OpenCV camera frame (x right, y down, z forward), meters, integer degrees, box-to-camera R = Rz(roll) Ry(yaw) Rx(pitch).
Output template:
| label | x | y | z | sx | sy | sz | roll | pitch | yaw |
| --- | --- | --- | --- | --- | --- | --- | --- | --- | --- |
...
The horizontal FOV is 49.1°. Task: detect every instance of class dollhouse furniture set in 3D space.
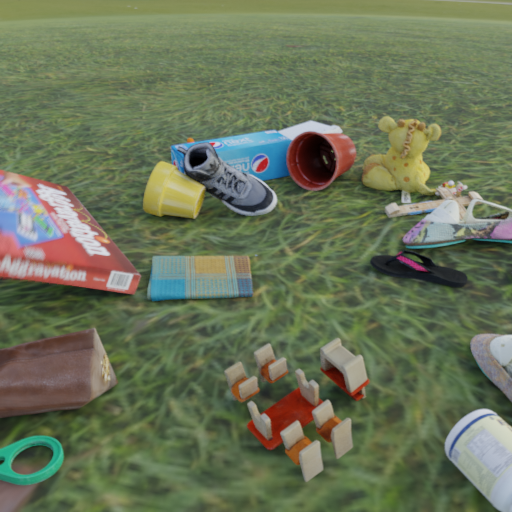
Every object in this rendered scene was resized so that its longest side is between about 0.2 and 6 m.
| label | x | y | z | sx | sy | sz | roll | pitch | yaw |
| --- | --- | --- | --- | --- | --- | --- | --- | --- | --- |
| dollhouse furniture set | 0.679 | 1.921 | 7.396 | 1.675 | 0.873 | 1.694 | -29 | 39 | -22 |

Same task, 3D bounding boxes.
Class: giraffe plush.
| label | x | y | z | sx | sy | sz | roll | pitch | yaw |
| --- | --- | --- | --- | --- | --- | --- | --- | --- | --- |
| giraffe plush | 3.675 | -2.595 | 13.976 | 1.935 | 1.819 | 2.243 | -3 | 30 | -5 |

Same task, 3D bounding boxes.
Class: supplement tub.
| label | x | y | z | sx | sy | sz | roll | pitch | yaw |
| --- | --- | --- | --- | --- | --- | --- | --- | --- | --- |
| supplement tub | 2.799 | 2.380 | 6.382 | 0.783 | 0.783 | 1.080 | -14 | 34 | -22 |

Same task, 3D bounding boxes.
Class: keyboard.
| label | x | y | z | sx | sy | sz | roll | pitch | yaw |
| --- | --- | --- | --- | --- | --- | --- | --- | --- | --- |
| keyboard | 0.604 | -3.444 | 17.127 | 4.923 | 0.262 | 1.386 | -26 | 34 | -38 |

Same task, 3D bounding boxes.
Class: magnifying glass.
| label | x | y | z | sx | sy | sz | roll | pitch | yaw |
| --- | --- | --- | --- | --- | --- | --- | --- | --- | --- |
| magnifying glass | -3.178 | 2.525 | 6.774 | 1.618 | 0.181 | 0.644 | -3 | 30 | -9 |

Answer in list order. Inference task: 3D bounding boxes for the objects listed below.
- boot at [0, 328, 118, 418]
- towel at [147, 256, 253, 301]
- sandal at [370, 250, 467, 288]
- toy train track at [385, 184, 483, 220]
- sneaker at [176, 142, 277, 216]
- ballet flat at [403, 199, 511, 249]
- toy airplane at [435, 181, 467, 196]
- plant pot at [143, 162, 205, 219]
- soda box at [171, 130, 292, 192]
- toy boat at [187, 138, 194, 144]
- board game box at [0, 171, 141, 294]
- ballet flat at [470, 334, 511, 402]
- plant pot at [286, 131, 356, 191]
| label | x | y | z | sx | sy | sz | roll | pitch | yaw |
| --- | --- | --- | --- | --- | --- | --- | --- | --- | --- |
| boot | -3.340 | 1.982 | 7.023 | 3.130 | 1.005 | 2.917 | -3 | 32 | -14 |
| towel | -1.031 | 0.400 | 10.431 | 1.881 | 0.204 | 1.379 | 0 | 31 | -4 |
| sandal | 3.081 | 0.164 | 10.606 | 1.797 | 0.405 | 0.675 | 12 | 32 | 20 |
| toy train track | 4.124 | -1.262 | 12.935 | 2.297 | 0.374 | 1.317 | -9 | 42 | -7 |
| sneaker | -0.726 | -1.734 | 12.539 | 2.438 | 0.920 | 1.388 | 27 | -7 | 16 |
| ballet flat | 4.312 | -0.689 | 11.505 | 2.671 | 0.950 | 0.923 | -3 | 14 | -4 |
| toy airplane | 4.753 | -1.613 | 13.660 | 0.604 | 0.428 | 0.607 | 16 | 42 | 34 |
| plant pot | -1.800 | -1.381 | 12.651 | 1.133 | 1.205 | 1.205 | 20 | 32 | 3 |
| soda box | -0.606 | -2.454 | 14.515 | 3.038 | 1.030 | 0.975 | -14 | 33 | -22 |
| toy boat | -1.909 | -3.113 | 16.144 | 0.857 | 0.560 | 0.559 | -15 | 33 | -23 |
| board game box | -4.279 | -0.684 | 10.977 | 2.470 | 0.467 | 4.798 | 13 | 17 | -40 |
| ballet flat | 3.760 | 1.628 | 7.609 | 0.868 | 0.858 | 2.550 | -4 | 30 | -8 |
| plant pot | 1.787 | -2.544 | 14.443 | 1.479 | 1.479 | 1.438 | 20 | 27 | 31 |
